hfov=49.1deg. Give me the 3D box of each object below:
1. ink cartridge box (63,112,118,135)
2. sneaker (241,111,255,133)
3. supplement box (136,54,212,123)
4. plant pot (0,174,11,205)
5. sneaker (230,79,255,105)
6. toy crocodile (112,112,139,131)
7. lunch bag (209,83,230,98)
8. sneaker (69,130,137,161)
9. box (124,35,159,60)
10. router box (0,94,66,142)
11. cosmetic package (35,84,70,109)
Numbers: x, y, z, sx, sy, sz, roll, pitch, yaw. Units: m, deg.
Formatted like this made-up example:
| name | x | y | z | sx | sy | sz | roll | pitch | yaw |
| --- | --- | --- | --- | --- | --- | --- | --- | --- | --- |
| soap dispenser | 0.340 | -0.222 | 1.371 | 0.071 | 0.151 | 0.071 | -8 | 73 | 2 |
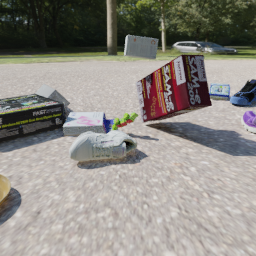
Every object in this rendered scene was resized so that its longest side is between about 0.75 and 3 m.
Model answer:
| name | x | y | z | sx | sy | sz | roll | pitch | yaw |
| --- | --- | --- | --- | --- | --- | --- | --- | --- | --- |
| ink cartridge box | -1.294 | -0.207 | 10.100 | 1.822 | 0.395 | 1.789 | -3 | 18 | -3 |
| sneaker | 4.608 | -0.242 | 9.294 | 0.914 | 0.946 | 2.268 | -2 | 18 | -7 |
| supplement box | 1.376 | -1.181 | 9.348 | 0.894 | 1.597 | 2.935 | -6 | -6 | -27 |
| plant pot | -3.294 | 1.394 | 5.420 | 1.942 | 0.267 | 1.942 | 0 | 18 | 0 |
| sneaker | 5.949 | -1.830 | 13.873 | 2.784 | 1.085 | 0.976 | -17 | 25 | -42 |
| toy crocodile | -0.112 | -0.213 | 9.236 | 1.075 | 0.363 | 0.332 | -27 | 49 | 29 |
| lunch bag | 4.824 | -1.916 | 14.780 | 1.026 | 0.769 | 1.207 | 6 | 29 | 16 |
| sneaker | -0.612 | 0.477 | 7.461 | 1.930 | 0.723 | 0.961 | -13 | 22 | -35 |
| box | 0.448 | -2.796 | 9.764 | 1.083 | 0.674 | 0.528 | 6 | 10 | -7 |
| router box | -4.012 | -0.410 | 9.807 | 2.968 | 0.922 | 2.224 | -17 | 25 | -41 |
| cosmetic package | -3.299 | -1.253 | 12.088 | 0.794 | 0.941 | 1.762 | -52 | 36 | -11 |
